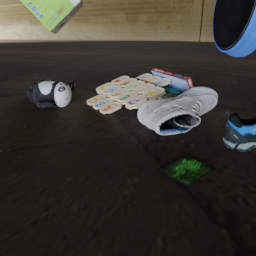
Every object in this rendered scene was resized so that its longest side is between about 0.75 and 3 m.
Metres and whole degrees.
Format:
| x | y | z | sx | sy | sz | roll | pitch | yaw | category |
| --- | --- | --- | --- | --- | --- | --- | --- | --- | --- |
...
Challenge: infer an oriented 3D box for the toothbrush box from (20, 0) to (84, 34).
| x | y | z | sx | sy | sz | roll | pitch | yaw | category |
| --- | --- | --- | --- | --- | --- | --- | --- | --- | --- |
| -1.941 | -3.162 | 6.618 | 1.066 | 1.464 | 0.630 | -44 | 12 | 7 | toothbrush box |

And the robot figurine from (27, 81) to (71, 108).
| x | y | z | sx | sy | sz | roll | pitch | yaw | category |
| --- | --- | --- | --- | --- | --- | --- | --- | --- | --- |
| -2.715 | -1.191 | 9.766 | 1.466 | 1.101 | 0.915 | 3 | -5 | 9 | robot figurine |

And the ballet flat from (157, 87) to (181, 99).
| x | y | z | sx | sy | sz | roll | pitch | yaw | category |
| --- | --- | --- | --- | --- | --- | --- | --- | --- | --- |
| 1.212 | -1.310 | 10.527 | 0.695 | 0.657 | 2.062 | -9 | 27 | -31 | ballet flat |

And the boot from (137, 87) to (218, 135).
| x | y | z | sx | sy | sz | roll | pitch | yaw | category |
| --- | --- | --- | --- | --- | --- | --- | --- | --- | --- |
| 1.708 | -0.403 | 7.926 | 2.709 | 0.996 | 1.295 | -16 | 32 | -18 | boot |

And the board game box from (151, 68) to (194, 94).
| x | y | z | sx | sy | sz | roll | pitch | yaw | category |
| --- | --- | --- | --- | --- | --- | --- | --- | --- | --- |
| 1.744 | -1.539 | 10.408 | 0.227 | 1.204 | 2.338 | -36 | 31 | -11 | board game box |

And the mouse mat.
| x | y | z | sx | sy | sz | roll | pitch | yaw | category |
| --- | --- | --- | --- | --- | --- | --- | --- | --- | --- |
| 1.174 | 0.837 | 5.678 | 0.985 | 0.037 | 0.793 | -18 | 27 | -41 | mouse mat |

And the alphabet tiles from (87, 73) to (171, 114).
| x | y | z | sx | sy | sz | roll | pitch | yaw | category |
| --- | --- | --- | --- | --- | --- | --- | --- | --- | --- |
| 0.001 | -1.356 | 10.110 | 2.821 | 0.210 | 2.884 | -28 | 31 | -20 | alphabet tiles |

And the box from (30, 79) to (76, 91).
| x | y | z | sx | sy | sz | roll | pitch | yaw | category |
| --- | --- | --- | --- | --- | --- | --- | --- | --- | --- |
| -3.254 | -1.829 | 12.292 | 1.585 | 0.345 | 1.270 | 4 | 21 | 10 | box |

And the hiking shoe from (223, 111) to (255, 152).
| x | y | z | sx | sy | sz | roll | pitch | yaw | category |
| --- | --- | --- | --- | --- | --- | --- | --- | --- | --- |
| 3.233 | 0.124 | 6.361 | 2.011 | 0.872 | 0.748 | 4 | 21 | 10 | hiking shoe |

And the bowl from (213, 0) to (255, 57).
| x | y | z | sx | sy | sz | roll | pitch | yaw | category |
| --- | --- | --- | --- | --- | --- | --- | --- | --- | --- |
| 2.952 | -3.229 | 7.304 | 0.524 | 2.670 | 2.670 | 4 | 20 | -7 | bowl |
